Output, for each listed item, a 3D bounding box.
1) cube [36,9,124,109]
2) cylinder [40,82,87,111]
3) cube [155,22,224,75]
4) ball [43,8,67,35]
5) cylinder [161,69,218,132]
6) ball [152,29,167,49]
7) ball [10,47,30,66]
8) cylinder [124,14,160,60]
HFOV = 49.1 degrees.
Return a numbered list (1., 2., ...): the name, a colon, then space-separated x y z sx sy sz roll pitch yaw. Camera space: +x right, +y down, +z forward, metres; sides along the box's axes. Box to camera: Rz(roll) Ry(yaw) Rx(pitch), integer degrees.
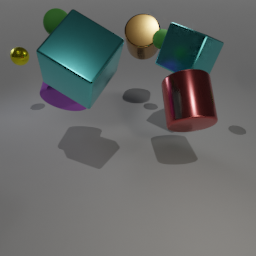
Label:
1. cube: -1.108 -1.573 6.658 1.400 1.400 1.400 31 69 1
2. cylinder: -1.686 -1.401 8.125 1.400 1.400 1.400 6 70 10
3. cube: 2.021 -2.469 9.251 1.400 1.400 1.400 34 25 31
4. ball: -1.800 -2.668 7.128 0.700 0.700 0.700 0 29 0
5. cylinder: 1.718 -0.729 7.943 1.400 1.400 1.400 -4 73 -1
6. ball: 1.230 -3.203 10.109 0.700 0.700 0.700 0 29 0
7. ball: -4.149 -2.750 10.743 0.700 0.700 0.700 0 29 0
8. cylinder: 0.605 -3.720 11.555 1.400 1.400 1.400 2 -6 4
